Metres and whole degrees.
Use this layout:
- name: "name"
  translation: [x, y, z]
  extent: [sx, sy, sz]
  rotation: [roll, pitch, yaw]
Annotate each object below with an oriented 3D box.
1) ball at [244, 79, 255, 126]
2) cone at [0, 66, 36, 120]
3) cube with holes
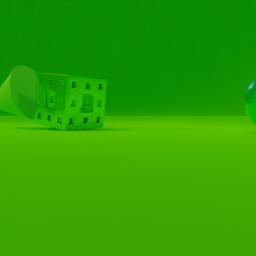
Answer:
- name: "ball"
  translation: [2.828, -0.494, 5.240]
  extent: [1.204, 1.204, 1.204]
  rotation: [0, 3, 0]
- name: "cone"
  translation: [-3.203, -0.775, 7.523]
  extent: [1.444, 1.438, 1.438]
  rotation: [-12, -1, 19]
- name: "cube with holes"
  translation: [-1.408, -0.665, 6.856]
  extent: [1.207, 1.207, 1.207]
  rotation: [12, 11, 39]
